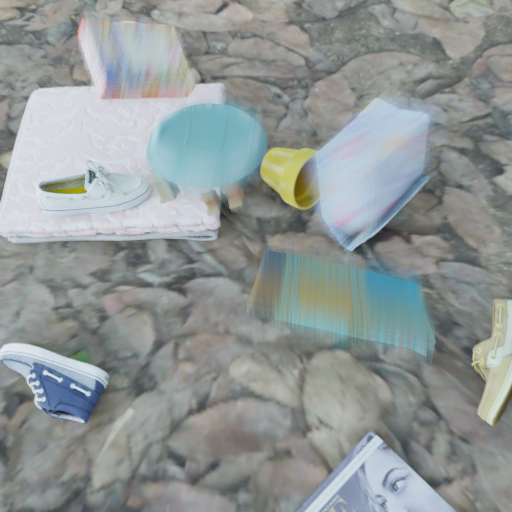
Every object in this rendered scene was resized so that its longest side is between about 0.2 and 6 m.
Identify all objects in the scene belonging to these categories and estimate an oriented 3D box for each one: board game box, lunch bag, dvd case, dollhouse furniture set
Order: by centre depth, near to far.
[{"bbox_3d":[1.803,3.656,7.283,1.652,0.177,2.222,-38,64,-22],"label":"dvd case"},{"bbox_3d":[-1.013,-1.418,9.257,1.401,1.416,0.729,-18,29,13],"label":"dollhouse furniture set"},{"bbox_3d":[2.011,-1.268,9.444,1.298,2.042,1.732,31,60,30],"label":"lunch bag"},{"bbox_3d":[-2.087,-3.458,9.902,1.747,0.405,1.324,-13,78,-36],"label":"board game box"}]

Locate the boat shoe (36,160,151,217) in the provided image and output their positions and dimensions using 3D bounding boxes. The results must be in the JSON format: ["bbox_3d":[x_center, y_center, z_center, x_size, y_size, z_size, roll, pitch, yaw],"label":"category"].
[{"bbox_3d":[-2.707,-1.212,9.347,1.882,0.802,0.695,-8,55,-14],"label":"boat shoe"}]

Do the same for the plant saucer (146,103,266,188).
[{"bbox_3d":[-0.734,-1.698,8.168,1.771,0.243,1.771,-1,51,1],"label":"plant saucer"}]

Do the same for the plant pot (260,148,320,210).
[{"bbox_3d":[0.657,-1.516,10.283,1.007,1.070,1.070,29,60,35],"label":"plant pot"}]

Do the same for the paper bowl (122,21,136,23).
[{"bbox_3d":[-2.929,-4.579,12.488,1.284,0.668,1.284,0,56,0],"label":"paper bowl"}]

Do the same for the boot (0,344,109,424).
[{"bbox_3d":[-3.104,1.861,8.203,1.712,0.623,0.773,13,52,8],"label":"boot"}]

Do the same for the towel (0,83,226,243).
[{"bbox_3d":[-2.590,-1.896,10.726,3.995,0.644,3.815,-1,57,-1],"label":"towel"}]

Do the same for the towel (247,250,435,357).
[{"bbox_3d":[1.145,0.574,7.665,2.366,0.257,1.735,12,26,4],"label":"towel"}]

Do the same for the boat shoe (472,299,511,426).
[{"bbox_3d":[3.619,1.537,8.434,0.688,0.767,2.072,17,56,27],"label":"boat shoe"}]
